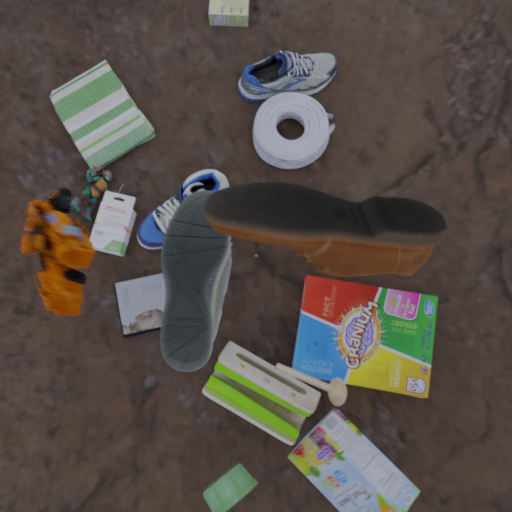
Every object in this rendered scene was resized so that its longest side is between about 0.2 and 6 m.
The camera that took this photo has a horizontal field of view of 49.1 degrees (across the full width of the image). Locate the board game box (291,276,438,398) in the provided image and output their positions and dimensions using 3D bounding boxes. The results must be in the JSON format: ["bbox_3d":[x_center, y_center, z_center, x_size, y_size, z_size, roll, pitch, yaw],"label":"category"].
[{"bbox_3d":[2.029,1.518,10.571,2.508,0.506,1.919,9,78,2],"label":"board game box"}]

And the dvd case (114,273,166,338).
[{"bbox_3d":[-1.932,0.903,10.899,1.514,0.133,1.080,-12,78,-3],"label":"dvd case"}]

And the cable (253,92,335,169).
[{"bbox_3d":[0.712,-2.555,11.436,1.579,0.547,1.580,23,79,5],"label":"cable"}]

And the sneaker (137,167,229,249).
[{"bbox_3d":[-1.448,-0.946,10.591,2.065,1.512,0.832,-29,79,-6],"label":"sneaker"}]

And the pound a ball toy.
[{"bbox_3d":[0.378,2.272,10.059,2.250,0.956,1.467,28,114,6],"label":"pound a ball toy"}]

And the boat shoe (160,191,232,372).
[{"bbox_3d":[-0.924,0.385,8.831,1.040,0.905,2.822,2,80,4],"label":"boat shoe"}]

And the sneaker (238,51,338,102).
[{"bbox_3d":[0.693,-3.769,11.518,2.149,0.915,0.828,-17,78,-4],"label":"sneaker"}]

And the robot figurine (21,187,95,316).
[{"bbox_3d":[-2.724,-0.116,7.578,0.567,1.948,1.413,4,115,-37],"label":"robot figurine"}]

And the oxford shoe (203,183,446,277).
[{"bbox_3d":[0.807,-0.212,7.290,3.065,1.092,1.093,9,41,-2],"label":"oxford shoe"}]

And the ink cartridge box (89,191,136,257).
[{"bbox_3d":[-2.807,-0.638,11.100,0.678,0.390,1.157,14,78,3],"label":"ink cartridge box"}]

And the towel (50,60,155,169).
[{"bbox_3d":[-3.243,-2.936,11.697,1.536,0.236,2.014,-33,81,-7],"label":"towel"}]

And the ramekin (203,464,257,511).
[{"bbox_3d":[-0.419,3.584,8.595,0.821,0.821,0.401,-37,74,-8],"label":"ramekin"}]

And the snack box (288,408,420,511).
[{"bbox_3d":[1.359,3.162,8.157,1.594,1.344,0.539,42,53,15],"label":"snack box"}]

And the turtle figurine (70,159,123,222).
[{"bbox_3d":[-3.150,-1.319,11.175,0.889,0.598,1.188,42,80,-33],"label":"turtle figurine"}]

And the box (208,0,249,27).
[{"bbox_3d":[-0.576,-5.420,12.134,0.854,0.413,0.751,2,78,0],"label":"box"}]
